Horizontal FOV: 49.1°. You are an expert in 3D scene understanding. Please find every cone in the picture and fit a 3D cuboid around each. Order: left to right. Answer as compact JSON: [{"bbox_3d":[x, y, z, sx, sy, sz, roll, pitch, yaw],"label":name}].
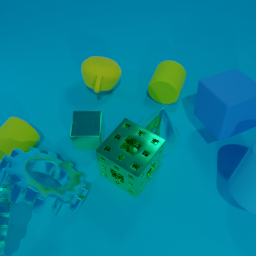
[{"bbox_3d":[0.780,-0.123,7.005,1.245,1.249,1.245,1,57,-2],"label":"cone"}]

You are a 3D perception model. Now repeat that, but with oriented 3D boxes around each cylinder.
[{"bbox_3d":[-2.825,0.351,6.907,0.913,0.913,0.913,21,57,15],"label":"cylinder"},{"bbox_3d":[1.139,-1.325,8.141,0.911,0.911,0.911,17,55,12],"label":"cylinder"},{"bbox_3d":[2.843,1.000,5.727,1.162,1.162,1.162,10,36,-8],"label":"cylinder"}]

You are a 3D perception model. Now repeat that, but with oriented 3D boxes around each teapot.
[{"bbox_3d":[-0.793,-1.536,8.150,1.149,0.905,1.848,11,32,-5],"label":"teapot"}]

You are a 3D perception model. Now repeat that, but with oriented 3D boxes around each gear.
[{"bbox_3d":[-2.472,1.868,5.482,0.265,1.432,1.432,9,51,-20],"label":"gear"},{"bbox_3d":[-1.735,1.069,5.870,1.826,0.338,1.826,27,16,-8],"label":"gear"}]

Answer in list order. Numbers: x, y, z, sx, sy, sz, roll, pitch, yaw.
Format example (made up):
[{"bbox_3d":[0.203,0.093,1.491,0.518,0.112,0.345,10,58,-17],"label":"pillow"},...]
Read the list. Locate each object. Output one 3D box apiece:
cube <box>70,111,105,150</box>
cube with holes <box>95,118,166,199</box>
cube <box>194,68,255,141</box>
[{"bbox_3d":[-1.019,0.067,7.181,0.754,0.754,0.754,1,61,1],"label":"cube"},{"bbox_3d":[0.069,0.705,6.538,1.117,1.117,1.117,29,59,20],"label":"cube with holes"},{"bbox_3d":[2.410,-0.581,6.748,1.117,1.117,1.117,-19,46,-15],"label":"cube"}]
